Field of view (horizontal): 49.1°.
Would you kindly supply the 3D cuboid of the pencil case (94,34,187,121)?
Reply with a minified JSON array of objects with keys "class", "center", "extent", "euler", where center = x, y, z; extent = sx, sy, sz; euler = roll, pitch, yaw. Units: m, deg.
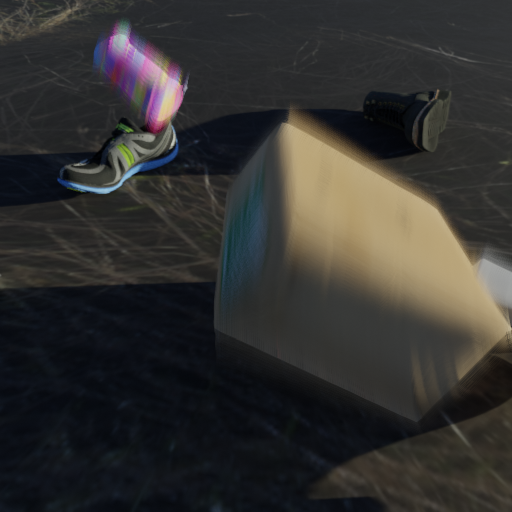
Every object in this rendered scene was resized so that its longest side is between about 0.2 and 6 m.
[{"class":"pencil case","center":[-2.009,-3.082,9.569],"extent":[0.807,0.807,1.826],"euler":[-30,60,-33]}]

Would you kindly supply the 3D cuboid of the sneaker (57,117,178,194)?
[{"class":"sneaker","center":[-2.614,-1.995,10.557],"extent":[0.964,1.127,2.720],"euler":[25,44,31]}]

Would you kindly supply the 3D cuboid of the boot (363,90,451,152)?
[{"class":"boot","center":[3.018,-2.976,12.094],"extent":[1.917,1.074,2.772],"euler":[11,26,22]}]

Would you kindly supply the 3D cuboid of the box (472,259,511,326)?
[{"class":"box","center":[3.222,0.506,7.393],"extent":[0.928,0.577,0.452],"euler":[28,73,7]}]

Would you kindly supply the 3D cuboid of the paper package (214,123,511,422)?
[{"class":"paper package","center":[1.031,0.017,6.565],"extent":[2.764,1.500,2.900],"euler":[26,28,-15]}]
